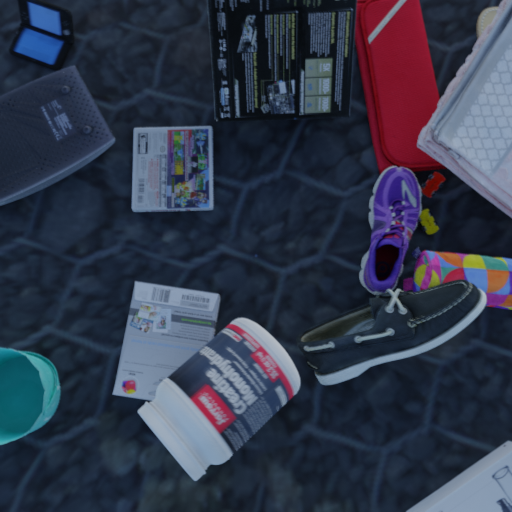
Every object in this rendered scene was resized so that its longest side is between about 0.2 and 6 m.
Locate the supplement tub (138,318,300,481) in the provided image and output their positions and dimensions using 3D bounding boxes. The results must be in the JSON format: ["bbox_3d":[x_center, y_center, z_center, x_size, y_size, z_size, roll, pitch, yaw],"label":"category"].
[{"bbox_3d":[-0.492,1.961,7.831,1.979,1.389,1.389,-40,81,-19],"label":"supplement tub"}]

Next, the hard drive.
[{"bbox_3d":[-3.827,-1.931,9.470,2.586,0.547,1.744,-29,79,-6],"label":"hard drive"}]

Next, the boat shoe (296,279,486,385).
[{"bbox_3d":[1.841,0.981,8.056,2.791,1.055,0.842,-32,101,21],"label":"boat shoe"}]

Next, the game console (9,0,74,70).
[{"bbox_3d":[-3.830,-3.955,9.899,1.034,0.909,0.602,21,50,4],"label":"game console"}]

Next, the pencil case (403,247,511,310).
[{"bbox_3d":[3.441,0.398,8.741,2.069,0.914,0.914,6,78,-3],"label":"pencil case"}]

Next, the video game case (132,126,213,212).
[{"bbox_3d":[-1.421,-1.491,9.576,1.363,0.172,1.496,-1,77,0],"label":"video game case"}]

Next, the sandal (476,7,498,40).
[{"bbox_3d":[4.668,-3.246,9.541,1.066,0.956,2.907,-10,78,-2],"label":"sandal"}]

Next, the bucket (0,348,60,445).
[{"bbox_3d":[-3.698,2.081,8.418,1.437,0.935,1.437,0,78,-1],"label":"bucket"}]

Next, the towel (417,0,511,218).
[{"bbox_3d":[5.076,-2.375,8.903,3.862,0.652,4.044,32,86,-11],"label":"towel"}]

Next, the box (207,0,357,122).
[{"bbox_3d":[0.373,-3.608,8.739,2.222,1.168,2.713,-3,123,0],"label":"box"}]

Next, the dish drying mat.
[{"bbox_3d":[2.516,-3.063,9.837,1.277,0.303,3.325,-6,78,-2],"label":"dish drying mat"}]

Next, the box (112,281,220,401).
[{"bbox_3d":[-1.387,1.391,8.854,1.390,0.367,1.782,8,77,2],"label":"box"}]

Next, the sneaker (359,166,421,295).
[{"bbox_3d":[2.196,-0.402,8.853,0.847,0.876,2.100,9,86,4],"label":"sneaker"}]

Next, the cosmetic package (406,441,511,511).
[{"bbox_3d":[3.437,4.018,8.208,2.136,0.552,1.610,-32,77,-6],"label":"cosmetic package"}]

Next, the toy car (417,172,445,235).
[{"bbox_3d":[2.599,-0.905,9.353,0.965,0.229,1.026,6,99,13],"label":"toy car"}]
